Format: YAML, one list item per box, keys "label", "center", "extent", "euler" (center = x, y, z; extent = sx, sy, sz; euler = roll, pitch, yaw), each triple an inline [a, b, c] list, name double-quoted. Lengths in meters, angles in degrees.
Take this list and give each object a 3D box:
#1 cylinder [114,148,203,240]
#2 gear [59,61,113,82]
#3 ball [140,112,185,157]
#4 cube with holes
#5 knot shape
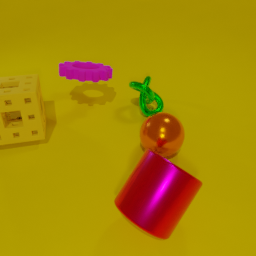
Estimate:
- label: "cylinder"
  center: [0.512, 1.096, 4.808]
  extent: [1.118, 1.118, 1.118]
  euler: [32, 89, 32]
- label: "gear"
  center: [-1.127, -1.528, 7.489]
  extent: [1.400, 0.259, 1.400]
  euler: [5, 23, -2]
- label: "ball"
  center: [0.770, 0.147, 6.348]
  extent: [1.018, 1.018, 1.018]
  euler: [0, 40, 0]
- label: "cube with holes"
  center: [-2.702, -0.470, 6.728]
  extent: [1.217, 1.217, 1.217]
  euler: [-7, 30, -11]
- label: "knot shape"
  center: [0.514, -0.971, 7.731]
  extent: [0.554, 1.199, 1.122]
  euler: [-27, 29, 20]
